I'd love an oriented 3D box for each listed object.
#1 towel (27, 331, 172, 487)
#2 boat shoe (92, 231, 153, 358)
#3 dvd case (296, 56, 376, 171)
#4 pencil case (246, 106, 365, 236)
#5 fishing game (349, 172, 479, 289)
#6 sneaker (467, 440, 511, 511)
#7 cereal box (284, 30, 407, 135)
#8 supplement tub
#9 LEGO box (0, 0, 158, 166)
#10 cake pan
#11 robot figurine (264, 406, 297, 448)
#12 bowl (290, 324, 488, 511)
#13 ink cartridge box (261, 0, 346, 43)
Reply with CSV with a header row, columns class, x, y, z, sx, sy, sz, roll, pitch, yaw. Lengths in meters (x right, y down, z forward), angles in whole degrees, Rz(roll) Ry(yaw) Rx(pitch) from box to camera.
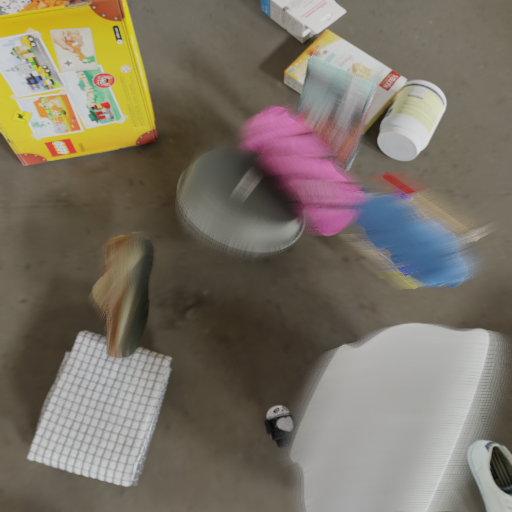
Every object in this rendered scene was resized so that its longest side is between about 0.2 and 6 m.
class,x,y,z,sx,sy,sz,roll,pitch,yaw
towel,-2.321,2.332,8.653,1.682,0.869,2.031,13,69,8
boat shoe,-2.086,0.568,8.623,0.740,0.758,2.005,-2,63,10
dvd case,1.296,-2.437,9.735,1.251,1.713,0.189,32,54,19
pencil case,0.752,-1.480,9.342,2.356,1.104,1.069,51,120,22
fishing game,2.359,-0.272,8.441,2.012,2.810,0.437,39,77,14
sneaker,3.717,3.650,8.173,0.700,0.679,1.918,-22,69,-9
cereal box,1.787,-3.538,11.321,2.037,0.403,1.465,37,72,14
supplement tub,2.933,-2.554,10.623,0.945,0.945,1.304,27,70,11
LEGO box,-3.316,-3.239,9.485,2.648,3.556,1.372,-11,67,-5
cake pan,-0.180,-1.068,9.705,2.337,0.429,2.337,12,45,-13
robot figurine,0.388,2.660,8.747,0.384,0.462,0.615,-21,67,13
bowl,1.508,2.224,7.214,1.582,3.520,3.520,25,69,18
ink cartridge box,0.988,-5.237,11.953,0.959,0.553,1.657,-40,73,-15
